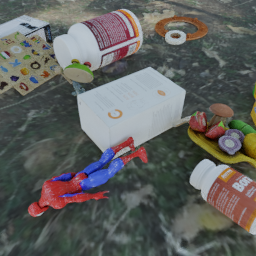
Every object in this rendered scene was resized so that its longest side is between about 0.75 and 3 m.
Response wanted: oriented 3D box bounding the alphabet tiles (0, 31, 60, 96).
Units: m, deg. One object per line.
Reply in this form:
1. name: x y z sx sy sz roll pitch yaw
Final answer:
1. alphabet tiles: -3.777 -2.351 9.833 2.382 0.091 2.862 40 52 6

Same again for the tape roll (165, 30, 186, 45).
1. tape roll: 2.034 -3.889 12.015 0.896 0.164 0.896 -1 50 2

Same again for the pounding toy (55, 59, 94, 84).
1. pounding toy: -1.585 -1.847 8.722 1.196 0.924 0.555 0 71 33

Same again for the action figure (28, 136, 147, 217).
1. action figure: -0.895 1.162 6.286 2.778 0.718 0.909 -26 43 -19

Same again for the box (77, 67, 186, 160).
1. box: 0.102 -0.486 7.649 2.463 1.201 1.532 -26 49 -26

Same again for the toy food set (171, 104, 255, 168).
1. toy food set: 2.372 -0.012 6.948 1.523 0.845 2.588 -11 35 -36

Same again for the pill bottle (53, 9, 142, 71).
1. pill bottle: -1.060 -3.091 10.113 2.984 1.685 1.685 -31 51 -29

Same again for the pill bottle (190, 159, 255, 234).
1. pill bottle: 2.147 1.348 5.850 0.907 0.907 1.617 -32 47 -30

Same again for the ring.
1. ring: 2.455 -4.685 12.904 2.439 0.234 2.439 0 43 0

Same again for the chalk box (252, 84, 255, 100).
1. chalk box: 4.590 -1.437 8.246 1.117 1.789 1.109 2 43 2

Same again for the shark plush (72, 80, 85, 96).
1. shark plush: -1.527 -1.134 8.934 0.456 0.418 1.003 -16 45 -17

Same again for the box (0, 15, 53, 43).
1. box: -4.593 -3.529 11.213 1.607 0.828 2.755 25 48 25

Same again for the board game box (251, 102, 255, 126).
1. board game box: 4.592 0.308 7.293 1.981 0.522 2.589 2 43 2
